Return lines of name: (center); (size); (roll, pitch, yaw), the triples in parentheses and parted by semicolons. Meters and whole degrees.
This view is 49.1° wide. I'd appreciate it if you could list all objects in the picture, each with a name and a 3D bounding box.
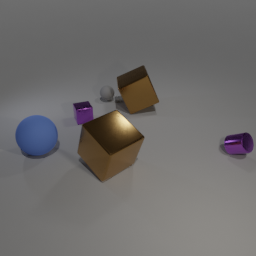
cube: (0.421, -1.731, 12.573); (1.400, 1.400, 1.400); (-23, 30, 8)
cube: (-0.575, 0.540, 8.830); (1.400, 1.400, 1.400); (-26, 59, -36)
ball: (-1.003, -1.693, 13.462); (0.700, 0.700, 0.700); (0, 31, 0)
cylinder: (3.797, 0.541, 9.597); (0.700, 0.700, 0.700); (-26, 7, -37)
ball: (-3.148, 0.251, 9.690); (1.400, 1.400, 1.400); (0, 31, 0)
cube: (-1.896, -0.651, 11.868); (0.700, 0.700, 0.700); (-11, 32, -18)
